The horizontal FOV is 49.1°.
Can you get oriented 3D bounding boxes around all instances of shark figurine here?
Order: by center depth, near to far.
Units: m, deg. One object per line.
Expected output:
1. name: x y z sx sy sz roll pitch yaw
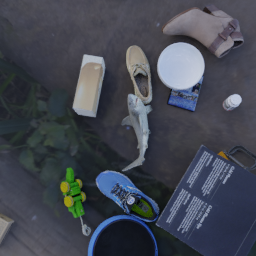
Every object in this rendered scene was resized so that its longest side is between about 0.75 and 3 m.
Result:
1. shark figurine: 0.216 0.097 9.692 1.060 1.518 2.540 -1 97 25

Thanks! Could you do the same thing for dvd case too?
1. dvd case: 2.079 -1.385 10.190 1.011 0.124 1.417 17 81 4

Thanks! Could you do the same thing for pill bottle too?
1. pill bottle: 3.640 -0.898 9.778 0.431 0.756 0.431 0 80 0

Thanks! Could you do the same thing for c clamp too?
1. c clamp: 3.783 1.061 9.528 1.046 0.166 1.225 -37 53 -21

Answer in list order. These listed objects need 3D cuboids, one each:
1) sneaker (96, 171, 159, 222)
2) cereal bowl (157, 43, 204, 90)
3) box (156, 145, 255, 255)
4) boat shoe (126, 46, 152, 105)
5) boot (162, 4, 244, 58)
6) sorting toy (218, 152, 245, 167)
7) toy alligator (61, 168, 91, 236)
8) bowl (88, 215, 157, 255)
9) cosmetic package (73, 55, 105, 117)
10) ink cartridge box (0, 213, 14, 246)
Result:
1. sneaker: 0.010 2.179 9.075 2.403 1.071 0.944 32 81 6
2. cereal bowl: 1.803 -2.102 9.872 1.633 0.680 1.633 0 85 -3
3. box: 2.660 2.349 8.526 2.518 1.439 2.765 31 89 15
4. boat shoe: 0.435 -1.981 9.986 0.804 0.724 2.229 -10 80 -2
5. boot: 2.806 -3.362 10.080 2.653 0.932 1.939 -27 76 -9
6. sorting toy: 3.403 2.037 9.316 1.708 0.307 2.293 -35 82 -1
7. toy alligator: -1.811 2.467 9.289 0.613 0.669 2.258 -24 79 37
8. bowl: -0.126 3.912 8.843 2.236 0.439 2.236 3 72 -10
9. cosmetic package: -1.324 -1.436 9.758 0.685 1.014 1.929 9 81 2
10. ink cartridge box: -4.572 3.248 9.186 1.236 0.464 1.018 27 82 5
